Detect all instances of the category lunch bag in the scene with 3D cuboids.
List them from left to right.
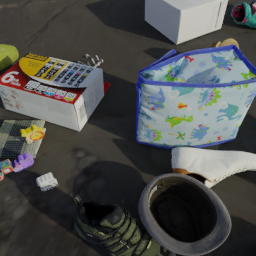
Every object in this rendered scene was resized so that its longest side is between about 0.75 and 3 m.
[{"bbox_3d":[1.510,-0.655,7.106,2.724,2.316,1.736,-12,49,-11],"label":"lunch bag"}]

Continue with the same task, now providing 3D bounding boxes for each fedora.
[{"bbox_3d":[1.086,1.862,5.813,1.668,0.852,1.886,-29,51,-25],"label":"fedora"}]

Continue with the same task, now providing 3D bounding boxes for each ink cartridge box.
[{"bbox_3d":[-2.149,-1.350,8.556,2.611,1.095,2.292,15,49,14],"label":"ink cartridge box"}]

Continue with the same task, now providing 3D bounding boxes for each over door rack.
[{"bbox_3d":[-1.366,-2.423,10.103,0.766,0.255,0.566,24,51,20],"label":"over door rack"}]

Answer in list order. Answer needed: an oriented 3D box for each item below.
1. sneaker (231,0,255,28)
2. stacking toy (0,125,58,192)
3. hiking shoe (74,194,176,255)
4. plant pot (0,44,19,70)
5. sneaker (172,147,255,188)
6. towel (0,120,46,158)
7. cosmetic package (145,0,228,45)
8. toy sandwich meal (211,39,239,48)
[{"bbox_3d":[5.159,-5.103,12.140,1.316,0.911,2.180,11,49,-3],"label":"sneaker"},{"bbox_3d":[-2.950,1.020,6.792,2.232,0.525,1.683,-22,57,-11],"label":"stacking toy"},{"bbox_3d":[-0.140,2.067,5.438,2.240,1.127,0.848,19,51,16],"label":"hiking shoe"},{"bbox_3d":[-4.452,-2.531,9.832,0.988,0.988,1.056,30,41,24],"label":"plant pot"},{"bbox_3d":[2.169,1.034,6.772,2.273,0.828,0.962,4,74,-1],"label":"sneaker"},{"bbox_3d":[-2.990,0.294,7.713,1.253,0.225,1.302,0,50,4],"label":"towel"},{"bbox_3d":[2.287,-4.874,11.495,2.365,1.454,2.357,-23,52,-20],"label":"cosmetic package"},{"bbox_3d":[3.243,-2.477,9.406,1.134,1.134,0.388,-24,31,-20],"label":"toy sandwich meal"}]
